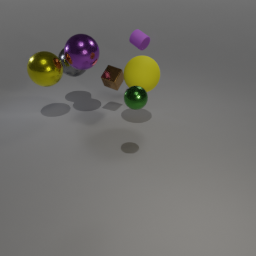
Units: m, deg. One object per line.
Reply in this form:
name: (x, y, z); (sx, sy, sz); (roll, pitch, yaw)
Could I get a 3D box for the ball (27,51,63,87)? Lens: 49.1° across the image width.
ball: (-3.299, -2.350, 11.190); (1.400, 1.400, 1.400); (0, 29, 0)

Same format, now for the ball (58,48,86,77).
ball: (-2.498, -3.053, 12.801); (1.400, 1.400, 1.400); (0, 29, 0)

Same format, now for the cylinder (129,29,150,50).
cylinder: (0.540, -4.044, 12.858); (0.700, 0.700, 0.700); (42, 45, 21)

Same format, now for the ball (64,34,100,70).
ball: (-1.829, -3.013, 11.129); (1.400, 1.400, 1.400); (0, 29, 0)

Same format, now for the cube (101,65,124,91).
cube: (-0.649, -2.165, 12.092); (0.700, 0.700, 0.700); (22, 71, 18)

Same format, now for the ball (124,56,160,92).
ball: (0.528, -2.046, 10.703); (1.400, 1.400, 1.400); (0, 29, 0)

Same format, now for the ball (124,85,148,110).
ball: (0.226, -0.872, 8.076); (0.700, 0.700, 0.700); (0, 29, 0)
